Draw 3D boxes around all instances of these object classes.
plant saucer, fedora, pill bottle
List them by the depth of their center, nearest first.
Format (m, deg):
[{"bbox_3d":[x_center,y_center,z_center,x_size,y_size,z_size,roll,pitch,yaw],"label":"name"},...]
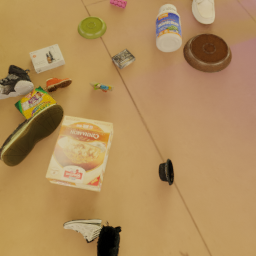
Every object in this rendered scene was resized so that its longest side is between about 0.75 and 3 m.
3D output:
[{"bbox_3d":[1.302,1.534,9.719,0.423,0.926,0.926,-8,63,23],"label":"fedora"},{"bbox_3d":[3.493,-3.358,12.171,2.124,0.366,2.124,0,66,0],"label":"plant saucer"},{"bbox_3d":[1.759,-4.407,12.244,1.092,1.092,1.949,1,65,0],"label":"pill bottle"},{"bbox_3d":[-1.658,-4.655,12.847,1.347,0.209,1.347,0,66,0],"label":"plant saucer"}]

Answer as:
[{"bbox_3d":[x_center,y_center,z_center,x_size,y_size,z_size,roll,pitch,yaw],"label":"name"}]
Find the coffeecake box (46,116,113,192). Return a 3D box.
[{"bbox_3d":[-1.631,0.890,9.922,1.796,0.855,2.340,9,66,4],"label":"coffeecake box"}]

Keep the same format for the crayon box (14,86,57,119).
[{"bbox_3d":[-3.603,-0.893,11.013,1.088,0.368,1.261,42,72,17],"label":"crayon box"}]

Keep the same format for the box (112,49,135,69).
[{"bbox_3d":[-0.189,-2.981,12.073,0.823,0.199,0.652,-36,70,-15],"label":"box"}]

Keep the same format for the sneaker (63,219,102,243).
[{"bbox_3d":[-1.465,3.334,9.007,1.244,0.469,0.716,-2,63,-3],"label":"sneaker"}]

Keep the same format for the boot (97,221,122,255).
[{"bbox_3d":[-0.605,3.801,8.161,0.731,1.620,1.976,9,66,4],"label":"boot"}]

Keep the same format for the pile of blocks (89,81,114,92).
[{"bbox_3d":[-1.065,-1.604,11.347,1.028,0.320,0.422,13,30,11],"label":"pile of blocks"}]

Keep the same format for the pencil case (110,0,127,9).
[{"bbox_3d":[-0.449,-6.030,13.402,0.840,0.381,0.393,27,61,9],"label":"pencil case"}]

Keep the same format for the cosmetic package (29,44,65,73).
[{"bbox_3d":[-3.461,-2.983,12.012,1.274,0.329,0.961,-22,64,-10],"label":"cosmetic package"}]

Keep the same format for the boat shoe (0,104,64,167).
[{"bbox_3d":[-3.576,0.109,10.197,0.939,1.021,2.858,18,58,37],"label":"boat shoe"}]

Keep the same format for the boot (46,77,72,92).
[{"bbox_3d":[-2.845,-1.900,11.488,1.064,0.399,0.570,-19,61,-7],"label":"boot"}]

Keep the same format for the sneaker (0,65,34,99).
[{"bbox_3d":[-4.891,-1.860,11.274,2.041,0.770,1.162,-10,65,-11],"label":"sneaker"}]

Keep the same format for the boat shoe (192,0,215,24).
[{"bbox_3d":[3.522,-6.137,13.104,0.990,0.969,2.796,-3,65,-2],"label":"boat shoe"}]
